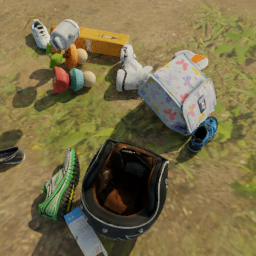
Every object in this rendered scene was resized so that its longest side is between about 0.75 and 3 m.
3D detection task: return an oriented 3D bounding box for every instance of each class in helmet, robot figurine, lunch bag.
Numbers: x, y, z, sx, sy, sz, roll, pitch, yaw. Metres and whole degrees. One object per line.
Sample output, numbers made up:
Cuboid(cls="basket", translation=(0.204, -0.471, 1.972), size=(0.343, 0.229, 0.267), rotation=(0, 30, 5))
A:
Cuboid(cls="helmet", translation=(-0.126, 1.902, 8.463), size=(2.815, 2.815, 2.683), rotation=(19, 92, 14))
Cuboid(cls="robot figurine", translation=(-2.260, -3.376, 10.126), size=(1.163, 0.775, 1.372), rotation=(4, 51, 33))
Cuboid(cls="lunch bag", translation=(2.238, -1.354, 11.483), size=(2.319, 1.739, 2.735), rotation=(-38, 88, -31))

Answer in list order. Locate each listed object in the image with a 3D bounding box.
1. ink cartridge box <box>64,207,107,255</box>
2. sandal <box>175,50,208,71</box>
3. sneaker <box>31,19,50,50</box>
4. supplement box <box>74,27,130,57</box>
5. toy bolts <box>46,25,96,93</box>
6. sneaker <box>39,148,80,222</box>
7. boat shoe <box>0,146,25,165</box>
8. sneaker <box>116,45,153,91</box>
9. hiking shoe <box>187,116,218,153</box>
Cuboid(cls="ink cartridge box", translation=(-1.266, 3.337, 8.475), size=(0.554, 0.947, 1.632), rotation=(-29, 57, -21))
Cuboid(cls="sandal", translation=(3.135, -3.163, 13.789), size=(1.012, 0.757, 2.642), rotation=(-22, 33, -2))
Cuboid(cls="sneaker", translation=(-4.686, -5.051, 15.185), size=(0.851, 0.858, 2.367), rotation=(-25, 57, -19))
Cuboid(cls="supplement box", translation=(-1.362, -4.489, 14.693), size=(2.790, 0.960, 0.928), rotation=(12, 53, 11))
Cuboid(cls="toy bolts", translation=(-2.507, -3.097, 12.860), size=(1.913, 2.634, 2.758), rotation=(-6, 69, -24))
Cuboid(cls="sneaker", translation=(-2.342, 1.808, 9.640), size=(1.118, 1.024, 2.624), rotation=(6, 52, 5))
Cuboid(cls="boat shoe", translation=(-4.970, 1.115, 10.446), size=(2.123, 0.605, 0.710), rotation=(-13, 53, -10))
Cuboid(cls="sneaker", translation=(0.378, -2.839, 13.342), size=(1.590, 1.039, 2.766), rotation=(6, 57, 4))
Cuboid(cls="hiking shoe", translation=(3.079, 0.139, 11.061), size=(0.726, 0.846, 1.951), rotation=(29, 58, 20))
